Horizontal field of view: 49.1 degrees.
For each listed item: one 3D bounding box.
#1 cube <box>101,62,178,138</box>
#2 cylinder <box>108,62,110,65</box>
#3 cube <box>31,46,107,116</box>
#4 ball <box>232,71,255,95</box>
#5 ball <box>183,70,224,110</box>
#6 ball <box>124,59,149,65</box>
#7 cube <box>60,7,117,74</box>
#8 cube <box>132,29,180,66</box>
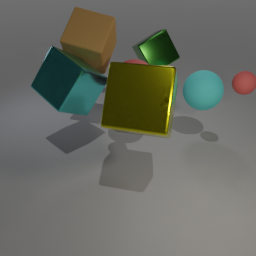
[{"bbox_3d":[0.324,-0.571,6.334,1.400,1.400,1.400,8,-3,12],"label":"cube"},{"bbox_3d":[-1.356,-3.102,13.547,0.700,0.700,0.700,31,25,-16],"label":"cylinder"},{"bbox_3d":[-1.739,-1.369,8.471,1.400,1.400,1.400,39,15,23],"label":"cube"},{"bbox_3d":[3.470,-1.345,8.353,0.700,0.700,0.700,0,30,0],"label":"ball"},{"bbox_3d":[2.646,-1.326,9.896,1.400,1.400,1.400,0,30,0],"label":"ball"},{"bbox_3d":[0.197,-1.420,8.709,1.400,1.400,1.400,0,30,0],"label":"ball"},{"bbox_3d":[-1.267,-2.909,9.444,1.400,1.400,1.400,17,73,5],"label":"cube"},{"bbox_3d":[1.224,-3.415,12.579,1.400,1.400,1.400,-32,18,-1],"label":"cube"}]
